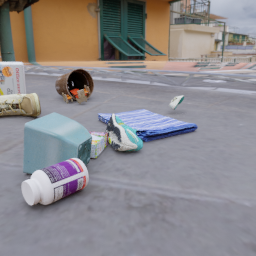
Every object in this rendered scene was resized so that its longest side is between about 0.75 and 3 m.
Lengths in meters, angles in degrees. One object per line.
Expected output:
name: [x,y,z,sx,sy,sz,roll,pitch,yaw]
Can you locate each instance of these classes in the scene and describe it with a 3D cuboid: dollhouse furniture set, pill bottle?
dollhouse furniture set: [-2.273,-1.569,12.672,1.186,0.611,1.173,-23,31,-22]
pill bottle: [-1.222,0.917,4.755,0.586,0.586,1.041,15,22,41]

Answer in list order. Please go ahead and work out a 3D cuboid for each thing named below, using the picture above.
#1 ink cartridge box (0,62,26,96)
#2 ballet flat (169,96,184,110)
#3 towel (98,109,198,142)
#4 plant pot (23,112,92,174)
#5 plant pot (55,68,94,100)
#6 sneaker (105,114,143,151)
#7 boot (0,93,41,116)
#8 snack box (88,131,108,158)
ink cartridge box: [-6.133,-2.209,13.263,2.404,1.746,1.738,-6,17,-19]
ballet flat: [1.878,-1.043,10.864,0.361,0.361,1.007,10,33,29]
towel: [0.536,-0.235,9.109,2.102,0.346,2.904,-9,19,-31]
plant pot: [-1.369,0.408,5.808,1.099,1.078,1.075,15,20,15]
plant pot: [-2.701,-2.068,13.621,1.512,1.512,1.497,-14,14,-40]
sneaker: [-0.160,0.171,7.467,0.744,0.724,1.869,12,18,-21]
boot: [-4.274,-0.767,10.012,1.833,0.854,2.370,-11,14,-36]
snack box: [-1.324,0.363,6.992,1.438,0.381,1.023,3,17,11]
